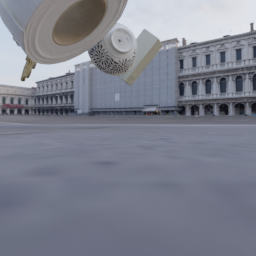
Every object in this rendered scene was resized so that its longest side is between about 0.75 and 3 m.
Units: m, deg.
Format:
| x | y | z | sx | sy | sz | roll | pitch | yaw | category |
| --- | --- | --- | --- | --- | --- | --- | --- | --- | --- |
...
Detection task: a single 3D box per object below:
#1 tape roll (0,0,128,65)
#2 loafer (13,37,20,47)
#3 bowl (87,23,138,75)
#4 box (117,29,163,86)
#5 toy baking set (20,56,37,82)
| x | y | z | sx | sy | sz | roll | pitch | yaw | category |
| --- | --- | --- | --- | --- | --- | --- | --- | --- | --- |
| -1.419 | -2.857 | 6.627 | 2.989 | 1.045 | 2.989 | -36 | -7 | -5 | tape roll |
| -3.154 | -3.642 | 8.962 | 2.281 | 0.863 | 0.779 | -48 | -31 | 23 | loafer |
| -0.322 | -2.505 | 8.428 | 1.693 | 1.693 | 0.794 | 0 | -4 | -25 | bowl |
| 0.360 | -2.661 | 10.657 | 0.823 | 2.004 | 0.685 | 44 | 9 | 22 | box |
| -3.188 | -2.853 | 9.993 | 0.313 | 2.689 | 2.064 | 20 | 5 | -32 | toy baking set |
